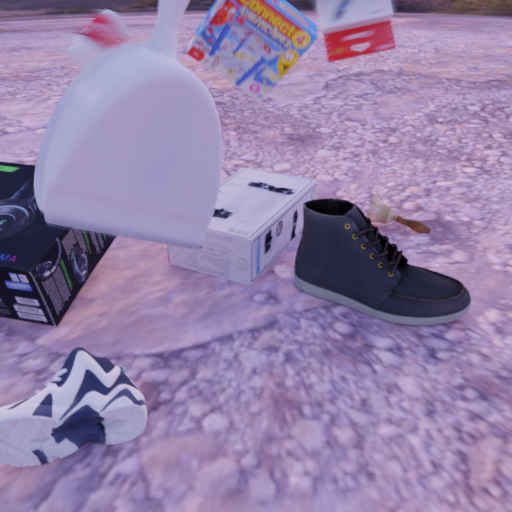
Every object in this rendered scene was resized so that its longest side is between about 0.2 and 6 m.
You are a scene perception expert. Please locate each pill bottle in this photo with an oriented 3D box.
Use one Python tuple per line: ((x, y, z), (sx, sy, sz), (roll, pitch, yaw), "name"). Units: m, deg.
((-2.519, -3.385, 8.845), (0.525, 0.525, 0.935), (30, 73, 41), "pill bottle")

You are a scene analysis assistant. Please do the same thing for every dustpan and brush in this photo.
((-1.198, -2.042, 6.876), (2.494, 3.574, 1.023), (11, 16, -47), "dustpan and brush")

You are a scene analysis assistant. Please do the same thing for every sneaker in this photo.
((1.788, 0.059, 8.068), (2.644, 1.405, 0.989), (12, 31, 20), "sneaker")
((-2.168, 1.556, 6.127), (1.779, 0.710, 1.158), (-10, 29, -17), "sneaker")

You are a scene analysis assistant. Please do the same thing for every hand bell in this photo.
((2.672, -0.671, 10.429), (1.178, 0.613, 0.613), (21, 34, 13), "hand bell")

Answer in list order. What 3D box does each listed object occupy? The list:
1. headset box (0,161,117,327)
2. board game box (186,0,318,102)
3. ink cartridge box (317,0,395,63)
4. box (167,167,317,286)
((-3.515, -0.332, 8.533), (2.143, 1.142, 2.461), (8, 44, 13), "headset box")
((-0.093, -4.371, 11.310), (1.934, 1.894, 0.541), (26, 45, -26), "board game box")
((1.647, -3.801, 9.161), (1.144, 1.008, 0.256), (-11, -4, 5), "ink cartridge box")
((-0.151, -0.646, 9.910), (1.622, 0.836, 2.781), (13, 32, 22), "box")
